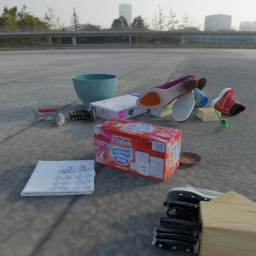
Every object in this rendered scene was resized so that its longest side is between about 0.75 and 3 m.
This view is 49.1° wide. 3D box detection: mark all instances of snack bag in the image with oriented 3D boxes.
[{"bbox_3d":[-1.721,1.240,7.453,1.737,0.197,1.843,-1,19,-3],"label":"snack bag"}]

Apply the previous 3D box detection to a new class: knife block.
[{"bbox_3d":[1.593,1.873,4.849,1.921,0.700,2.189,-13,24,-32],"label":"knife block"}]

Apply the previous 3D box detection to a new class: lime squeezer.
[{"bbox_3d":[3.692,-0.252,10.927,0.261,0.488,1.383,-21,-33,21],"label":"lime squeezer"}]

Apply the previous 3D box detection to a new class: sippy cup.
[{"bbox_3d":[3.718,-1.527,14.651,1.125,0.883,0.824,-20,37,-25],"label":"sippy cup"}]

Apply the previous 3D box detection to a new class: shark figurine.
[{"bbox_3d":[-3.259,-0.636,12.125,1.821,0.760,1.088,14,22,31],"label":"shark figurine"}]

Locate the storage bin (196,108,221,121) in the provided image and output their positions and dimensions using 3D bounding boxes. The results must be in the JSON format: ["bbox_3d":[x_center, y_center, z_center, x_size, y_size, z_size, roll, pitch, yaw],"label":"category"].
[{"bbox_3d":[3.635,-0.634,12.630,0.811,0.383,0.817,-2,19,-7],"label":"storage bin"}]

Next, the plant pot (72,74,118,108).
[{"bbox_3d":[-1.677,-1.891,14.471,2.293,1.544,2.293,0,19,0],"label":"plant pot"}]

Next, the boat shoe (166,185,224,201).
[{"bbox_3d":[1.580,1.557,6.065,1.503,0.554,0.482,6,13,4],"label":"boat shoe"}]

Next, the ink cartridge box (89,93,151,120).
[{"bbox_3d":[-0.135,-1.055,13.497,1.782,0.626,2.986,19,30,41],"label":"ink cartridge box"}]

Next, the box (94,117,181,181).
[{"bbox_3d":[0.244,0.525,8.042,2.326,1.159,1.110,11,22,30],"label":"box"}]

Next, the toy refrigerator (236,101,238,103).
[{"bbox_3d":[5.287,-1.274,14.632,0.323,0.298,0.851,-22,27,-32],"label":"toy refrigerator"}]

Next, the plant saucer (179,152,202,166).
[{"bbox_3d":[1.790,0.943,8.397,0.808,0.148,0.808,0,18,0],"label":"plant saucer"}]

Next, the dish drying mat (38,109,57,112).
[{"bbox_3d":[-3.940,-0.868,13.776,0.878,0.080,0.337,-3,19,-5],"label":"dish drying mat"}]

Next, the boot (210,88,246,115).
[{"bbox_3d":[5.130,-1.263,13.695,1.482,0.744,2.054,15,40,35],"label":"boot"}]

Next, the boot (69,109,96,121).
[{"bbox_3d":[-1.985,-0.522,12.188,0.990,0.473,1.311,-10,16,-21],"label":"boot"}]

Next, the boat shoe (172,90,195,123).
[{"bbox_3d":[2.506,-1.091,12.447,0.936,0.764,2.533,-5,46,19],"label":"boat shoe"}]

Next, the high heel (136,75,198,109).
[{"bbox_3d":[1.723,-1.539,12.249,2.776,0.936,1.334,-15,11,14],"label":"high heel"}]

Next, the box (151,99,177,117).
[{"bbox_3d":[1.774,-1.264,13.188,1.358,1.198,0.657,-18,26,-41],"label":"box"}]

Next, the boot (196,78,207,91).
[{"bbox_3d":[3.445,-2.551,17.044,1.930,0.665,2.070,-34,27,-15],"label":"boot"}]
